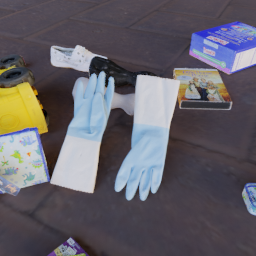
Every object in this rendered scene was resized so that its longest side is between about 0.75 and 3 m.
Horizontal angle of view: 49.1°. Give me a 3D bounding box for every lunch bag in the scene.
[{"bbox_3d":[2.893,1.480,5.858,0.870,0.359,0.700,4,36,3],"label":"lunch bag"},{"bbox_3d":[-2.414,0.632,6.136,1.126,1.324,0.844,-15,41,-17],"label":"lunch bag"}]

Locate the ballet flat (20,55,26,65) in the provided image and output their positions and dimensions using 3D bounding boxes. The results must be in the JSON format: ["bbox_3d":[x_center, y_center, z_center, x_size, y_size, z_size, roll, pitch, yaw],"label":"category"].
[{"bbox_3d":[-4.418,-2.247,10.380,0.556,0.573,1.609,8,39,19],"label":"ballet flat"}]

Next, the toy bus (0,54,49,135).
[{"bbox_3d":[-3.637,-0.667,7.622,2.417,1.708,2.517,-24,42,-16],"label":"toy bus"}]

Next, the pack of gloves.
[{"bbox_3d":[-0.245,0.142,6.526,2.414,0.567,2.873,10,79,13],"label":"pack of gloves"}]

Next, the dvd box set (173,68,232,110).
[{"bbox_3d":[2.440,-1.378,9.480,1.606,0.323,2.195,2,39,2],"label":"dvd box set"}]

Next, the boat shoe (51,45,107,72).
[{"bbox_3d":[-1.896,-2.756,10.812,2.396,0.830,0.848,7,39,9],"label":"boat shoe"}]

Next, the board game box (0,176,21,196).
[{"bbox_3d":[-2.625,0.948,5.353,0.671,0.990,0.171,3,55,40],"label":"board game box"}]

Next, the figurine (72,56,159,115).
[{"bbox_3d":[-0.285,-1.276,8.919,2.338,1.032,2.396,11,40,7],"label":"figurine"}]

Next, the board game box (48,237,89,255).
[{"bbox_3d":[-0.878,2.503,4.711,0.745,0.201,1.242,-28,46,-37],"label":"board game box"}]

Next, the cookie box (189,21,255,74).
[{"bbox_3d":[4.284,-3.349,11.417,2.664,1.001,2.279,-21,43,-24],"label":"cookie box"}]
